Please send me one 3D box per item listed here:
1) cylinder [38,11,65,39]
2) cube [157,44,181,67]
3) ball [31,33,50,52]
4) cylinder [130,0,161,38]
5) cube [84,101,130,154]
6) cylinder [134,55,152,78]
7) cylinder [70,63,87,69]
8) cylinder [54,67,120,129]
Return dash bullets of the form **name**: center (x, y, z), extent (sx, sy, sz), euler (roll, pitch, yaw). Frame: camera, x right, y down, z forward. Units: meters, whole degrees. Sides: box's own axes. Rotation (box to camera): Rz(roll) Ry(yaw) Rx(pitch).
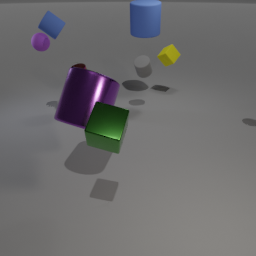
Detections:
- **cylinder**: center (-2.675, -3.605, 9.830), extent (0.700, 0.700, 0.700), euler (32, 19, -22)
- **cube**: center (2.041, -3.620, 14.012), extent (0.700, 0.700, 0.700), euler (-54, 23, -21)
- **ball**: center (-3.378, -3.326, 10.846), extent (0.700, 0.700, 0.700), euler (0, 28, 0)
- **cylinder**: center (0.793, -4.998, 12.782), extent (1.400, 1.400, 1.400), euler (-1, 34, 1)
- **cube**: center (-0.410, 0.003, 5.604), extent (0.700, 0.700, 0.700), euler (15, 64, 4)
- **cylinder**: center (0.657, -2.650, 12.112), extent (0.700, 0.700, 0.700), euler (-7, 60, 12)
- **cylinder**: center (-2.024, -2.240, 11.770), extent (0.700, 0.700, 0.700), euler (-8, 42, 7)
- **cylinder**: center (-1.064, -0.690, 7.365), extent (1.400, 1.400, 1.400), euler (17, -2, 0)
